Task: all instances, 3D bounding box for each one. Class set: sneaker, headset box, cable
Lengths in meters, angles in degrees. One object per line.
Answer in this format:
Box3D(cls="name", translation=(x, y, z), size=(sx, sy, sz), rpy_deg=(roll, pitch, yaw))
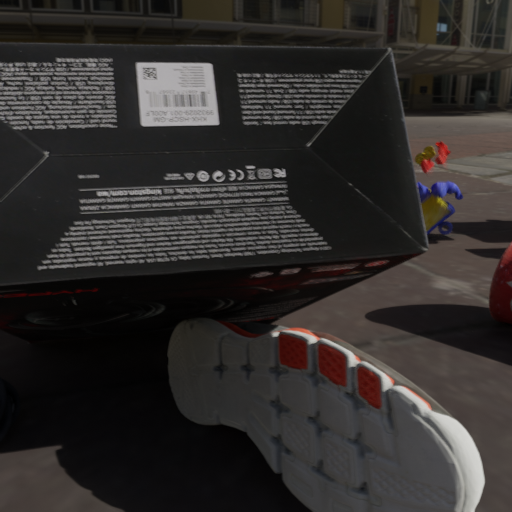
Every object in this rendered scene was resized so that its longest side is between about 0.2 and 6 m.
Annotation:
Box3D(cls="sneaker", translation=(0.445, 0.909, 3.930), size=(1.104, 1.039, 2.695), rpy_deg=(-1, 10, -39))
Box3D(cls="headset box", translation=(-0.778, -0.163, 4.762), size=(2.763, 1.434, 3.713), rpy_deg=(-4, -13, -14))
Box3D(cls="cable", translation=(-2.510, 1.263, 4.046), size=(1.286, 0.400, 1.576), rpy_deg=(-1, 19, 13))

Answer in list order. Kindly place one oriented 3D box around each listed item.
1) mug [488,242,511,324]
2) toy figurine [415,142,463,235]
Box3D(cls="mug", translation=(3.424, 0.393, 5.655), size=(1.366, 1.027, 1.539), rpy_deg=(-23, 30, -32))
Box3D(cls="toy figurine", translation=(2.678, -0.666, 9.267), size=(1.280, 2.136, 1.127), rpy_deg=(42, 20, -11))
